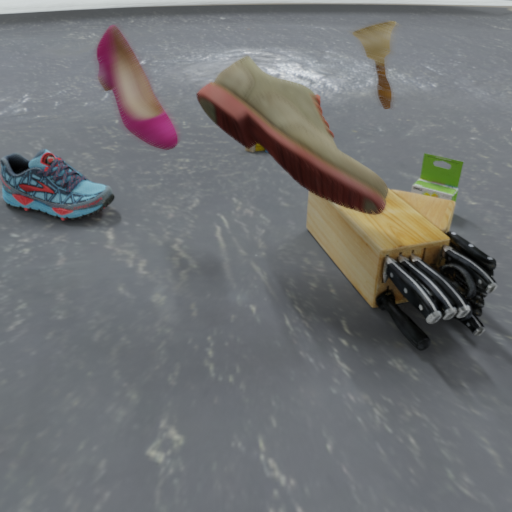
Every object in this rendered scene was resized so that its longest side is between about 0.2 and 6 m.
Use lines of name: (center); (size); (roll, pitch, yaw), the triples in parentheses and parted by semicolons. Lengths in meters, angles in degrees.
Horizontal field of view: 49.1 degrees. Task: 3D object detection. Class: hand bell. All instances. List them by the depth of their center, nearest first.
hand bell: (1.924, -2.879, 8.608); (0.643, 1.236, 0.643); (-14, 24, 7)

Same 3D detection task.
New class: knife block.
knife block: (2.122, 0.041, 9.523); (3.726, 1.192, 3.271); (16, 35, 21)

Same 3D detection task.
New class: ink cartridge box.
ink cartridge box: (3.791, -1.468, 11.871); (0.885, 1.198, 0.454); (20, 38, 28)

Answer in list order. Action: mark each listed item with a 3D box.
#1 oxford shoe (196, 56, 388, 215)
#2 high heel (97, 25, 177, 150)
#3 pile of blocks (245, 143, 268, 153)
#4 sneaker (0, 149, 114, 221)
oxford shoe: (0.765, -2.064, 9.048); (3.653, 1.287, 1.366); (38, 81, 12)
high heel: (-2.086, -2.993, 10.035); (0.784, 1.117, 2.328); (-23, 67, -33)
pile of blocks: (0.834, -3.244, 15.053); (2.298, 0.714, 0.943); (-11, 34, -15)
sneaker: (-4.359, -1.578, 11.946); (2.709, 1.294, 1.074); (8, 34, 13)
